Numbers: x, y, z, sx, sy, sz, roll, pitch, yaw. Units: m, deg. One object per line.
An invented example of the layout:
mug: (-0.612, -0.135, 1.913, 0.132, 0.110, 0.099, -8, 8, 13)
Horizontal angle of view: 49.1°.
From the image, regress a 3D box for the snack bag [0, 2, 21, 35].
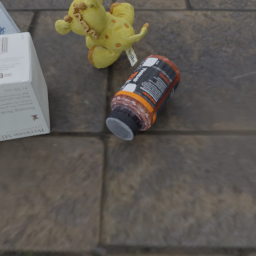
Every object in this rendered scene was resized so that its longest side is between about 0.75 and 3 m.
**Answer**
snack bag: (-4.719, -2.866, 8.776, 2.607, 2.458, 0.279, -18, 43, 11)

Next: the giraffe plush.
giraffe plush: (-0.996, -3.266, 8.883, 2.396, 2.252, 2.777, -52, 44, 15)

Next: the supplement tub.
supplement tub: (0.419, -0.871, 8.137, 1.359, 1.359, 2.541, 26, 62, 18)

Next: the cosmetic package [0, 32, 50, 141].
cosmetic package: (-3.375, -1.075, 7.809, 1.912, 2.285, 1.900, -10, 57, -8)
